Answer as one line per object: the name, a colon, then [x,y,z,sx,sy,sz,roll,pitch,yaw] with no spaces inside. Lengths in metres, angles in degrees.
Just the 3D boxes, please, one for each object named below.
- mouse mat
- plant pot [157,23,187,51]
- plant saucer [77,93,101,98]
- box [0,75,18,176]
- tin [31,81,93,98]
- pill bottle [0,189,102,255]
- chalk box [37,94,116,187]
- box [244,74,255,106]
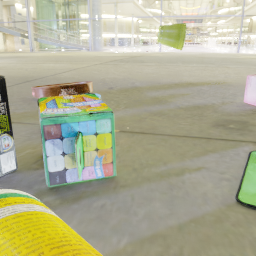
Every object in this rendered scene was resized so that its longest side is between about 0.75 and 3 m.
mouse mat: [3.307,1.064,5.382,2.066,0.097,2.568,10,22,27]
plant pot: [1.698,-3.667,11.126,1.015,1.054,1.054,5,18,-2]
plant saucer: [-1.859,-1.330,12.358,1.337,0.183,1.337,0,19,0]
box: [-3.111,-0.146,5.926,1.617,2.018,0.447,12,22,34]
tin: [-2.981,-1.780,12.908,2.800,0.586,1.568,-11,18,-26]
pill bottle: [-0.653,1.497,2.138,1.312,1.312,2.326,-17,27,-41]
chalk box: [-1.062,0.222,5.815,1.409,1.419,2.273,-7,21,-18]
box: [5.659,-1.410,11.015,1.007,1.182,1.848,-7,20,-21]
